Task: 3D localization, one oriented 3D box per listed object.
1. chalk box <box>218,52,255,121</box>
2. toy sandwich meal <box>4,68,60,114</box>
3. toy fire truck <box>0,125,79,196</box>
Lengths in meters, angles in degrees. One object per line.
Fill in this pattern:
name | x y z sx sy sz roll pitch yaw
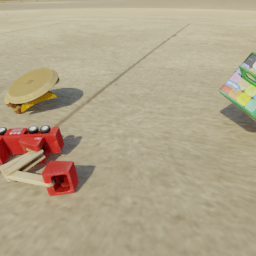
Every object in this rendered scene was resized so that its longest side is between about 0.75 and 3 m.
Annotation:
chalk box | 3.112 -0.844 6.589 1.940 1.201 1.207 21 24 -43
toy sandwich meal | -2.857 -1.118 8.461 1.829 0.626 1.829 -12 41 11
toy fire truck | -2.044 0.612 5.717 2.261 0.551 1.594 -2 35 7
